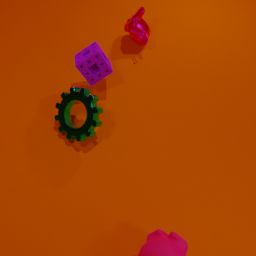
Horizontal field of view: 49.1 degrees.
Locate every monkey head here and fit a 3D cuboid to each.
[{"bbox_3d":[0.765,2.722,5.786,1.508,1.085,0.909,-1,39,31],"label":"monkey head"},{"bbox_3d":[0.440,-3.461,9.527,0.907,1.083,1.506,27,37,-24],"label":"monkey head"}]

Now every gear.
[{"bbox_3d":[-1.377,-0.376,7.738,1.473,0.272,1.473,1,92,28],"label":"gear"}]

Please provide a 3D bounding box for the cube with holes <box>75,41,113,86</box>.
[{"bbox_3d":[-1.022,-1.910,8.298,0.783,0.783,0.783,-30,37,11],"label":"cube with holes"}]
